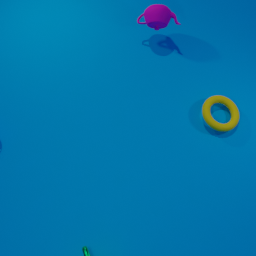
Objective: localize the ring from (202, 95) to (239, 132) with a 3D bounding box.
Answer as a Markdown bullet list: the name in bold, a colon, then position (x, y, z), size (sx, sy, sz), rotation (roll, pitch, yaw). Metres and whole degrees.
- **ring**: position (2.903, -0.465, 8.763), size (1.216, 0.243, 1.216), rotation (3, 69, -9)

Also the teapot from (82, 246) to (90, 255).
- **teapot**: position (-0.702, 3.852, 6.719), size (1.270, 1.000, 2.042), rotation (-20, 66, -14)

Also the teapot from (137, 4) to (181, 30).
- **teapot**: position (1.035, -3.641, 9.349), size (1.495, 0.930, 0.732), rotation (4, 90, 16)
